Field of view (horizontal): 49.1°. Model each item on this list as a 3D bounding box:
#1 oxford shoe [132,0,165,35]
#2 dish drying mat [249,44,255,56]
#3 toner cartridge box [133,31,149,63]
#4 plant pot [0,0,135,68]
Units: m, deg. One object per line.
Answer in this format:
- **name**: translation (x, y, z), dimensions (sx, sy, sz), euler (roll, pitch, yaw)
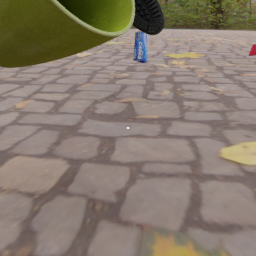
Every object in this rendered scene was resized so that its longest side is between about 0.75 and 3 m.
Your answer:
- **oxford shoe**: translation (0.348, -4.006, 9.024), dimensions (1.258, 1.083, 2.980), euler (13, 41, -59)
- **dish drying mat**: translation (3.411, -1.996, 7.022), dimensions (0.080, 0.337, 0.877), euler (21, 2, -19)
- **toner cartridge box**: translation (0.474, -2.920, 10.144), dimensions (0.490, 1.031, 0.223), euler (5, -2, -41)
- **plant pot**: translation (-1.259, -1.632, 3.795), dimensions (1.997, 1.869, 1.869), euler (-22, 7, 37)
